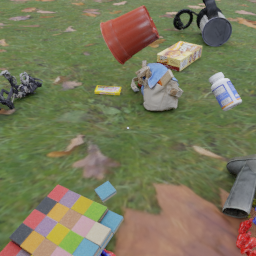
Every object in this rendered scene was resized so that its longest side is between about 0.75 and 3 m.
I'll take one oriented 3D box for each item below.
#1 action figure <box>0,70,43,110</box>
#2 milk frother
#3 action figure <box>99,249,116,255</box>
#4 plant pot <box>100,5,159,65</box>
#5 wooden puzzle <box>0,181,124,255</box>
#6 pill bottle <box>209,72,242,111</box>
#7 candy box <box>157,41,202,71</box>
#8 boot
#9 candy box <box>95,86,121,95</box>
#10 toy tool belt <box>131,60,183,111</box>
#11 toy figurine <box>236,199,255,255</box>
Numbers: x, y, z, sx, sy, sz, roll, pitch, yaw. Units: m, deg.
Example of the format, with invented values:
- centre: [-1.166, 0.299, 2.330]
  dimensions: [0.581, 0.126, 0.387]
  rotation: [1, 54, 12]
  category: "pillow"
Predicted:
- centre: [-3.911, -1.508, 9.936]
  dimensions: [1.249, 1.072, 2.102]
  rotation: [4, 37, 23]
  category: "action figure"
- centre: [3.904, -5.518, 15.056]
  dimensions: [2.528, 2.282, 2.378]
  rotation: [-30, 28, 24]
  category: "milk frother"
- centre: [-0.394, 2.580, 4.767]
  dimensions: [0.771, 0.609, 2.358]
  rotation: [-25, 40, -26]
  category: "action figure"
- centre: [0.130, -3.221, 9.489]
  dimensions: [1.546, 1.590, 1.590]
  rotation: [-25, 32, 18]
  category: "plant pot"
- centre: [-1.282, 2.034, 5.203]
  dimensions: [1.744, 0.207, 2.941]
  rotation: [14, 48, 32]
  category: "wooden puzzle"
- centre: [2.538, -0.970, 7.414]
  dimensions: [0.532, 0.532, 0.950]
  rotation: [-19, 76, -24]
  category: "pill bottle"
- centre: [2.370, -3.312, 12.780]
  dimensions: [1.198, 0.574, 2.076]
  rotation: [25, 43, 30]
  category: "candy box"
- centre: [2.502, 1.339, 6.381]
  dimensions: [0.522, 1.307, 1.438]
  rotation: [27, 68, -2]
  category: "boot"
- centre: [-0.748, -1.427, 10.586]
  dimensions: [0.954, 0.126, 0.488]
  rotation: [4, 39, 5]
  category: "candy box"
- centre: [0.984, -1.743, 9.839]
  dimensions: [1.502, 1.478, 2.405]
  rotation: [-8, 37, -16]
  category: "toy tool belt"
- centre: [3.065, 1.904, 5.141]
  dimensions: [1.584, 1.394, 2.643]
  rotation: [26, 38, 16]
  category: "toy figurine"
